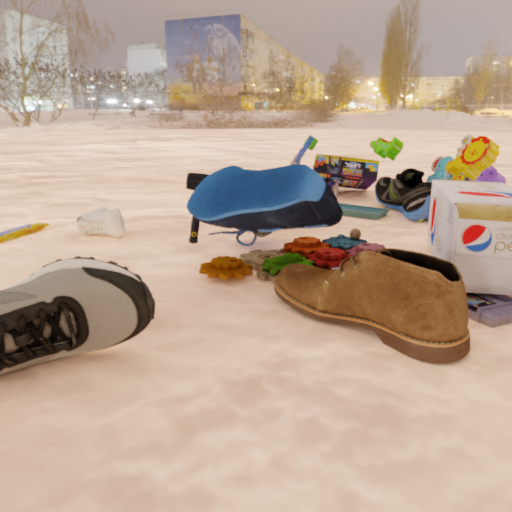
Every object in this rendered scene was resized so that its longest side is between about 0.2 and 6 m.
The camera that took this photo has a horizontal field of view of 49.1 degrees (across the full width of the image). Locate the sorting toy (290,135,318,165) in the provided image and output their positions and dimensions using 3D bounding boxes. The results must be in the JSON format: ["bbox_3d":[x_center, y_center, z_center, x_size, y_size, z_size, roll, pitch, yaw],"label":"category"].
[{"bbox_3d":[0.657,-1.542,12.298,0.352,2.581,1.453,33,33,-5],"label":"sorting toy"}]

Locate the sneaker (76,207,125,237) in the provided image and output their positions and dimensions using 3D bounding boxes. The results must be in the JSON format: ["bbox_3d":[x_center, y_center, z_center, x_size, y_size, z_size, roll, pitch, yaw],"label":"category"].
[{"bbox_3d":[-3.418,-0.660,12.179,0.832,0.652,1.675,-19,15,-32],"label":"sneaker"}]

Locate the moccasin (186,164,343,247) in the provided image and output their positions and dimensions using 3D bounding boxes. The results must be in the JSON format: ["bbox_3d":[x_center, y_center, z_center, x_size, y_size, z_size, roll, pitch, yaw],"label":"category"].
[{"bbox_3d":[0.007,-0.683,8.757,1.048,1.237,3.074,37,-14,-35],"label":"moccasin"}]

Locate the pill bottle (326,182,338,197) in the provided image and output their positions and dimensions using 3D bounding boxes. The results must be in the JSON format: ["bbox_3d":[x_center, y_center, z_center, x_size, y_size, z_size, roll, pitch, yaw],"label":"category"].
[{"bbox_3d":[2.076,-2.013,16.869,0.749,0.448,0.448,6,17,15],"label":"pill bottle"}]

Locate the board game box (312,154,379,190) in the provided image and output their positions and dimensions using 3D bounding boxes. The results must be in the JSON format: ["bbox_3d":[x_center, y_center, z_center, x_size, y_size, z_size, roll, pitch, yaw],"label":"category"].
[{"bbox_3d":[2.616,-2.490,16.934,1.827,0.627,2.210,8,0,4],"label":"board game box"}]

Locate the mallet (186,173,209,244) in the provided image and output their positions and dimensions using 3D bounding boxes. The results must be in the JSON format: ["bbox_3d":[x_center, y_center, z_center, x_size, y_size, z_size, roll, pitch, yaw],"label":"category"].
[{"bbox_3d":[-1.135,-1.014,11.714,0.625,0.390,1.897,-1,52,-9],"label":"mallet"}]

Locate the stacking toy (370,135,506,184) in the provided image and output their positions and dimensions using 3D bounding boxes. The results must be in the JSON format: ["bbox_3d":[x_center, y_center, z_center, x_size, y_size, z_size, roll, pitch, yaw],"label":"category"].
[{"bbox_3d":[4.858,-1.899,13.103,2.989,0.931,3.964,27,5,-26],"label":"stacking toy"}]

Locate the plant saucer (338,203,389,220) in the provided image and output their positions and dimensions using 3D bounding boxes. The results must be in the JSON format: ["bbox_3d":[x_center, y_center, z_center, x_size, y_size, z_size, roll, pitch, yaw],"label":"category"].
[{"bbox_3d":[2.265,-1.197,14.565,2.249,0.213,0.786,12,20,33],"label":"plant saucer"}]

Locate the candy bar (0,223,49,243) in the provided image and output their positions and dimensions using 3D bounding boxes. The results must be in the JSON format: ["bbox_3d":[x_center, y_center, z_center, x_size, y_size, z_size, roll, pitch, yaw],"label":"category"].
[{"bbox_3d":[-5.246,-0.501,12.213,0.420,0.187,1.685,6,17,21],"label":"candy bar"}]

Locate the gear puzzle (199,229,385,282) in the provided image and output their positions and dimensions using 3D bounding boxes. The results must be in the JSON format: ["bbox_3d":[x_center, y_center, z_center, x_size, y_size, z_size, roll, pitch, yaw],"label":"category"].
[{"bbox_3d":[0.667,-0.041,10.090,3.626,0.475,1.878,-7,18,-23],"label":"gear puzzle"}]

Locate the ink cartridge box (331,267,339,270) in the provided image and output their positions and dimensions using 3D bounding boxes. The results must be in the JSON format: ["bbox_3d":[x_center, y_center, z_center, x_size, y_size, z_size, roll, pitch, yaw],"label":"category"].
[{"bbox_3d":[2.037,0.377,9.079,1.210,0.246,1.213,-9,19,-28],"label":"ink cartridge box"}]

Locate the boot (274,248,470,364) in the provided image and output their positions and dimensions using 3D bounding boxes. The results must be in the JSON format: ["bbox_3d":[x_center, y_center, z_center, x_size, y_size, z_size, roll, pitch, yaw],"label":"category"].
[{"bbox_3d":[1.428,0.350,7.545,1.147,1.176,3.116,-20,23,-36],"label":"boot"}]

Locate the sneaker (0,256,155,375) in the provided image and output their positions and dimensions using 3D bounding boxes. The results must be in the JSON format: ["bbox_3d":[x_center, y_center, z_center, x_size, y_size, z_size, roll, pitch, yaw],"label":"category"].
[{"bbox_3d":[-2.723,0.863,6.143,3.237,1.196,1.283,-8,27,-6],"label":"sneaker"}]

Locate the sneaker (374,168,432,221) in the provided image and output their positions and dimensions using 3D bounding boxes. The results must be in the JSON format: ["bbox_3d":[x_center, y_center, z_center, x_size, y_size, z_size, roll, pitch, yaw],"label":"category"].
[{"bbox_3d":[3.941,-1.713,14.533,1.021,1.193,2.879,-1,16,-9],"label":"sneaker"}]

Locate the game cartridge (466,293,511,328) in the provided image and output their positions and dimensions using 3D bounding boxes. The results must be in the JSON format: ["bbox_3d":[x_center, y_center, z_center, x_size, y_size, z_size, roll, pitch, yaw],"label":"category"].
[{"bbox_3d":[3.226,0.651,8.202,0.895,0.265,1.380,-3,16,-26],"label":"game cartridge"}]

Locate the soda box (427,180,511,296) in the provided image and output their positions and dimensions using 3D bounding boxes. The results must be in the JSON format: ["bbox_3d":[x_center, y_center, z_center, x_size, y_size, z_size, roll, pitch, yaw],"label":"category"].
[{"bbox_3d":[3.848,-0.496,9.671,1.427,1.334,4.191,4,13,12],"label":"soda box"}]
